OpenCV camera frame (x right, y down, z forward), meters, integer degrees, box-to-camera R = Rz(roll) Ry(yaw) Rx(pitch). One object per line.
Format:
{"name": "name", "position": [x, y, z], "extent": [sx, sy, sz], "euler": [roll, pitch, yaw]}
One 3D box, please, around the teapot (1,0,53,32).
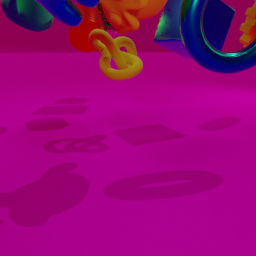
{"name": "teapot", "position": [-2.356, -2.929, 6.670], "extent": [1.216, 0.958, 1.956], "euler": [31, 25, -3]}

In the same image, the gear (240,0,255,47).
{"name": "gear", "position": [3.731, -2.953, 7.654], "extent": [1.635, 1.635, 0.302], "euler": [-13, 41, -37]}

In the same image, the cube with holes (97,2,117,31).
{"name": "cube with holes", "position": [-0.753, -3.993, 9.194], "extent": [1.157, 1.157, 1.157], "euler": [0, -2, -7]}

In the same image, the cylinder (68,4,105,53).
{"name": "cylinder", "position": [-1.117, -2.710, 7.585], "extent": [0.950, 0.950, 0.950], "euler": [-2, 50, -6]}

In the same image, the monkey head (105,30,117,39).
{"name": "monkey head", "position": [-0.956, -3.996, 10.664], "extent": [1.168, 1.394, 1.937], "euler": [26, 19, 10]}

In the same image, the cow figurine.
{"name": "cow figurine", "position": [-0.926, -2.026, 3.037], "extent": [1.463, 1.486, 0.816], "euler": [29, -39, -31]}

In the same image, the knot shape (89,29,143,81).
{"name": "knot shape", "position": [-0.298, -1.608, 6.008], "extent": [1.279, 0.632, 1.367], "euler": [38, 30, -13]}

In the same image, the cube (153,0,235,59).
{"name": "cube", "position": [1.562, -2.435, 6.737], "extent": [1.201, 1.201, 1.201], "euler": [16, 6, -30]}

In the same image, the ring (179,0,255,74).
{"name": "ring", "position": [1.641, -1.692, 4.281], "extent": [1.744, 1.744, 0.349], "euler": [-2, 25, -6]}

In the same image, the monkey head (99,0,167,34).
{"name": "monkey head", "position": [-0.070, -2.171, 3.984], "extent": [1.436, 1.203, 1.996], "euler": [28, -25, -1]}
